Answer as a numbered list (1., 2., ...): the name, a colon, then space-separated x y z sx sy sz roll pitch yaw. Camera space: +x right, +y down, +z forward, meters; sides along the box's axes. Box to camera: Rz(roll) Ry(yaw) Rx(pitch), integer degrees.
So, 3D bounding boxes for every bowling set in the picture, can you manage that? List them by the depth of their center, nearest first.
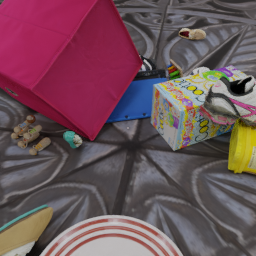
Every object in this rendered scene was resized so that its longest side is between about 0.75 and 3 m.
1. bowling set: -2.803 0.092 7.668 1.253 0.872 0.673 21 46 29

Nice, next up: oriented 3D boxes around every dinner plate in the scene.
1. dinner plate: -0.298 2.818 4.770 2.890 0.350 2.890 0 41 0

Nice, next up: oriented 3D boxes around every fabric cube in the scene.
1. fabric cube: -1.855 -1.858 7.678 2.916 2.870 2.926 27 77 29

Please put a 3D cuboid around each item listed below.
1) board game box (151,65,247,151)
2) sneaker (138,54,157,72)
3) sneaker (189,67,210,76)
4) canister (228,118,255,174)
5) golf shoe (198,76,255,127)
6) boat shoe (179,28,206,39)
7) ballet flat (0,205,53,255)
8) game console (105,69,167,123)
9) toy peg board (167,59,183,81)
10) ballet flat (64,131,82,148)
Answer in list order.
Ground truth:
1. board game box: 2.188 -0.639 8.063 2.701 1.417 1.391 -17 43 -18
2. sneaker: 0.620 -2.667 11.240 0.849 0.554 1.517 -14 50 -21
3. sneaker: 2.307 -1.467 9.267 1.552 0.619 1.010 -25 30 -16
4. canister: 3.735 0.593 6.987 2.153 0.932 1.599 13 42 13
5. golf shoe: 2.915 -0.657 6.719 2.463 1.134 0.894 -2 40 -29
6. boat shoe: 3.034 -4.441 13.383 1.351 0.498 0.467 22 46 37
7. ballet flat: -2.553 2.429 5.004 2.859 0.981 0.901 -25 74 -23
8. game console: 0.042 -1.146 9.586 2.525 1.494 2.155 -7 9 -8
9. toy peg board: 1.621 -1.879 10.073 0.410 0.839 0.836 -25 44 -5
10. ballet flat: -1.373 0.330 7.254 0.328 0.932 0.314 4 71 8
